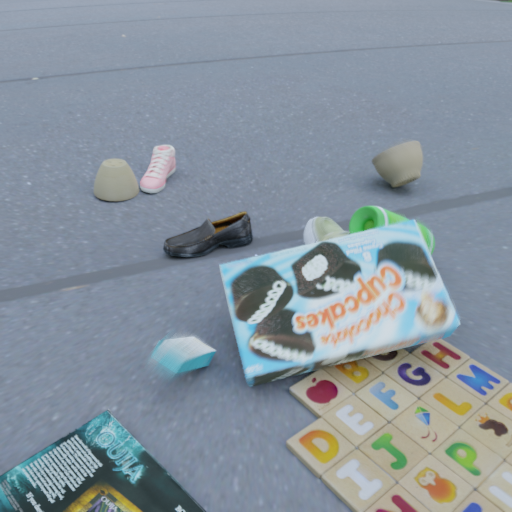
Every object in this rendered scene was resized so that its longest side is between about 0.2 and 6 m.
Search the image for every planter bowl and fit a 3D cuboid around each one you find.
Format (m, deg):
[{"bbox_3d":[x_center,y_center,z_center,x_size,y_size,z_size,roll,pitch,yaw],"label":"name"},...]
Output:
[{"bbox_3d":[3.463,-2.127,13.394,1.181,0.795,1.181,-18,-8,-3],"label":"planter bowl"}]

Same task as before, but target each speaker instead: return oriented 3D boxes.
[{"bbox_3d":[2.455,-0.358,10.019,1.750,0.774,0.774,15,19,-40],"label":"speaker"}]

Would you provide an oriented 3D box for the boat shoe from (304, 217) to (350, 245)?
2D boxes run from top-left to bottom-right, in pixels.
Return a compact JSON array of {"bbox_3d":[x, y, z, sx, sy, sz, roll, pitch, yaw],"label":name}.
[{"bbox_3d":[1.688,0.011,10.214,0.982,0.846,2.729,14,31,-29],"label":"boat shoe"}]

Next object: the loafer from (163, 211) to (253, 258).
[{"bbox_3d":[-0.980,-0.471,11.331,1.877,0.679,0.683,-15,37,-21],"label":"loafer"}]

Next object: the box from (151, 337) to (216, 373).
[{"bbox_3d":[-1.021,1.414,8.081,0.456,0.273,1.109,28,4,19],"label":"box"}]

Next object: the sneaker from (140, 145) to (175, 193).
[{"bbox_3d":[-2.434,-2.230,13.860,0.605,0.841,1.608,13,36,8],"label":"sneaker"}]

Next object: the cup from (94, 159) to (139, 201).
[{"bbox_3d":[-3.355,-1.866,13.338,1.064,0.761,1.064,2,31,-1],"label":"cup"}]

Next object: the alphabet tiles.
[{"bbox_3d":[2.471,2.444,7.374,3.298,0.125,3.963,-24,40,-32],"label":"alphabet tiles"}]

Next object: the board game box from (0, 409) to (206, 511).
[{"bbox_3d":[-1.678,3.051,6.214,1.858,0.387,2.747,-27,42,-35],"label":"board game box"}]

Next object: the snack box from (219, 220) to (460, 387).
[{"bbox_3d":[1.198,0.678,8.540,3.190,0.592,1.853,-14,63,-4],"label":"snack box"}]
